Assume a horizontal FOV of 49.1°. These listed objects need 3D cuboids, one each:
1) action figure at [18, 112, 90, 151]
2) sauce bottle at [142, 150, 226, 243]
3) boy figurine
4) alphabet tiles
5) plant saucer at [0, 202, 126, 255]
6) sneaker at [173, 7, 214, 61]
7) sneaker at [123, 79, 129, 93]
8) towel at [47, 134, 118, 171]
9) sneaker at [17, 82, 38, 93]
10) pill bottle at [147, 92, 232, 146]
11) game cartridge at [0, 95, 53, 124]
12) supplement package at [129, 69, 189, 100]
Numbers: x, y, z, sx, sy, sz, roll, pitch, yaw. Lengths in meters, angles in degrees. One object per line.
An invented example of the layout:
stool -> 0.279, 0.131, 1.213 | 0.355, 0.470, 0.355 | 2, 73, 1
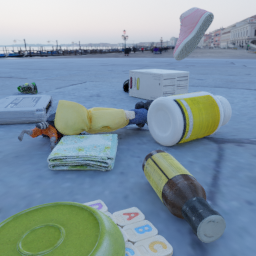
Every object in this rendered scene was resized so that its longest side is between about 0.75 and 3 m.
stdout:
action figure -> -1.514, -0.003, 6.161 | 1.363, 0.713, 1.319 | 4, 26, 13
sauce bottle -> 0.651, 0.812, 3.650 | 0.544, 0.544, 1.682 | -4, 18, -12
boy figurine -> -0.549, -0.263, 6.501 | 2.428, 0.782, 1.510 | -2, 1, -31
alphabet tiles -> -0.377, 1.235, 2.950 | 1.514, 0.113, 1.548 | -7, 18, -24
plant saucer -> -0.820, 1.157, 2.711 | 1.581, 0.246, 1.581 | -6, 19, 2
sneaker -> 1.721, -2.798, 8.218 | 0.596, 1.584, 0.828 | 11, 30, -52
sneaker -> 0.029, -1.947, 12.857 | 0.632, 0.579, 1.508 | -1, 15, -18
towel -> -0.797, 0.414, 5.336 | 1.165, 0.328, 1.361 | 1, 16, 1
sneaker -> -4.435, -1.711, 12.390 | 1.276, 0.498, 0.544 | 3, 22, 42
pill bottle -> 1.452, -0.268, 6.349 | 1.890, 1.059, 1.059 | -11, 20, -33
game cartridge -> -3.260, -0.610, 8.608 | 1.643, 0.499, 2.464 | 1, 16, -9
supplement package -> 1.205, -1.765, 11.301 | 1.521, 1.083, 1.953 | -12, 19, -36
